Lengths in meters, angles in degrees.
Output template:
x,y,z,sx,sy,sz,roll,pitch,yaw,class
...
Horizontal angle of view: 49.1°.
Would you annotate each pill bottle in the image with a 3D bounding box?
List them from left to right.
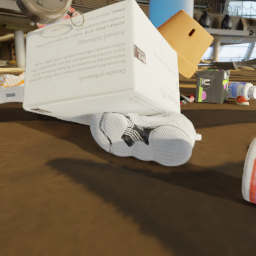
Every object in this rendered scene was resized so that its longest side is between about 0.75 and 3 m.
x,y,z,sx,sy,sz,roll,pitch,yaw,class
5.390,-1.755,13.208,0.775,0.775,1.383,-13,20,-41,pill bottle
2.340,0.670,3.442,1.613,0.905,0.905,11,18,34,pill bottle

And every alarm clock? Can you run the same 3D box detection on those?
x,y,z,sx,sy,sz,roll,pitch,yaw,class
-1.304,-2.200,4.772,1.348,0.909,0.449,29,-14,-32,alarm clock

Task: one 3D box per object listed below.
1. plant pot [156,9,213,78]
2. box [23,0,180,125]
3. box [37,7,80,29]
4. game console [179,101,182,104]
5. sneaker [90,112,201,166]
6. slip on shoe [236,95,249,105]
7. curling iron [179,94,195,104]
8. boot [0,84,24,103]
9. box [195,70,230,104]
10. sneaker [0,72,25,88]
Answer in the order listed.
x,y,z,sx,sy,sz,roll,pitch,yaw,class
1.868,-2.976,9.598,2.122,1.485,2.122,35,24,-18,plant pot
-0.462,-1.151,6.462,2.692,1.759,2.678,-6,-10,26,box
-1.892,-2.988,8.906,1.160,1.257,2.451,44,6,-41,box
1.766,-1.052,11.800,0.850,0.149,0.961,5,14,33,game console
0.387,0.097,5.887,2.280,0.857,1.310,14,19,28,sneaker
4.792,-1.157,11.769,0.402,0.332,1.084,4,16,7,slip on shoe
2.673,-1.377,12.351,0.672,0.346,2.709,31,21,16,curling iron
-4.730,-1.581,12.336,2.317,0.843,1.047,0,20,2,boot
3.813,-1.906,12.548,1.155,1.380,1.857,7,16,25,box
-6.030,-2.211,14.828,1.115,1.130,2.886,-25,6,30,sneaker
